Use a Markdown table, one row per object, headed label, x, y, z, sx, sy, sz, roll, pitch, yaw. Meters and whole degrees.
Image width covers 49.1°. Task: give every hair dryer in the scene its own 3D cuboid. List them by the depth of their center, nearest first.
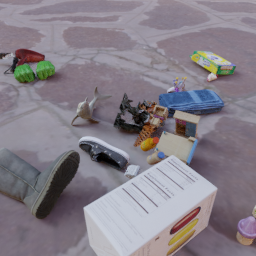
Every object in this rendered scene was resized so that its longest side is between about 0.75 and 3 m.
| label | x | y | z | sx | sy | sz | roll | pitch | yaw |
| --- | --- | --- | --- | --- | --- | --- | --- | --- | --- |
| hair dryer | -5.581 | -3.517 | 14.875 | 2.388 | 0.649 | 1.819 | -26 | 63 | -23 |

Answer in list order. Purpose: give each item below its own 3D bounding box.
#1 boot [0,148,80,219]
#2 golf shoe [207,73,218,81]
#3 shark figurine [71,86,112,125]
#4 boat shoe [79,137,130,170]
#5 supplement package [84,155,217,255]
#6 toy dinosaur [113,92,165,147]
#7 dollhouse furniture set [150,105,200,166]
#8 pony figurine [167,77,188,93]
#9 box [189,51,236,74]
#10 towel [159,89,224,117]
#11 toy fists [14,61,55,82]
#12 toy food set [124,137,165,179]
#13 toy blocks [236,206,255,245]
| label | x | y | z | sx | sy | sz | roll | pitch | yaw |
| --- | --- | --- | --- | --- | --- | --- | --- | --- | --- |
| boot | -2.837 | 1.176 | 8.127 | 2.437 | 0.884 | 2.216 | 25 | 73 | 33 |
| golf shoe | 4.107 | -2.467 | 13.605 | 0.366 | 0.301 | 0.800 | 27 | 46 | 25 |
| shark figurine | -1.399 | -0.667 | 11.117 | 0.977 | 1.399 | 2.341 | 32 | 24 | 0 |
| boat shoe | -0.888 | 0.872 | 9.142 | 1.892 | 0.661 | 0.627 | 23 | 42 | 15 |
| supplement package | 0.566 | 2.139 | 6.705 | 2.758 | 1.569 | 1.511 | -26 | 44 | -28 |
| toy dinosaur | 0.499 | -0.347 | 10.230 | 1.819 | 1.369 | 2.680 | 20 | 17 | -3 |
| dollhouse furniture set | 1.457 | 0.478 | 9.548 | 1.761 | 1.217 | 1.865 | 17 | 64 | 19 |
| pony figurine | 2.233 | -1.787 | 12.396 | 0.903 | 0.935 | 0.779 | -25 | 50 | -5 |
| box | 4.302 | -3.451 | 14.474 | 1.309 | 0.539 | 2.230 | -6 | 35 | -30 |
| towel | 2.576 | -1.107 | 11.623 | 2.461 | 0.597 | 1.374 | -7 | 38 | -8 |
| toy fists | -4.531 | -2.714 | 13.636 | 1.959 | 0.674 | 0.999 | -13 | 33 | -14 |
| toy food set | 0.542 | 1.210 | 8.016 | 0.883 | 0.832 | 1.850 | 32 | 64 | -8 |
| toy blocks | 4.201 | 1.873 | 6.287 | 2.890 | 2.433 | 2.701 | -30 | 46 | -32 |
